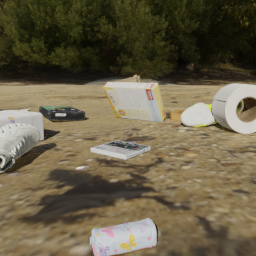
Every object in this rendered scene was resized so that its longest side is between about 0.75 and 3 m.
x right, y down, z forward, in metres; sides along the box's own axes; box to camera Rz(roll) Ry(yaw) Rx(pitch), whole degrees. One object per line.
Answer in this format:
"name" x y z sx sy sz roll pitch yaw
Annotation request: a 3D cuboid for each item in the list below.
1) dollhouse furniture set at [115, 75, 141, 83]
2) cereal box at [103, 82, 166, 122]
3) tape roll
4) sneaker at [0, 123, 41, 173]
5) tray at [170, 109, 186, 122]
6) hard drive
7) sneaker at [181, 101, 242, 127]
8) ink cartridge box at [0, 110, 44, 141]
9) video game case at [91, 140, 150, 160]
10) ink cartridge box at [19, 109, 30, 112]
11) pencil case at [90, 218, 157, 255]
"dollhouse furniture set" -0.014 -1.968 15.111 1.468 1.714 1.802 -12 21 11
"cereal box" 0.308 -1.177 12.514 2.549 1.834 0.504 7 46 30
"tape roll" 4.177 -0.752 10.397 1.765 1.765 1.212 -1 11 -5
"sneaker" -2.851 0.553 6.385 1.026 0.952 2.532 17 21 22
"tray" 3.291 -0.656 13.299 2.454 0.454 1.211 -10 15 -38
"hard drive" -3.174 -0.720 13.303 1.617 0.438 2.315 -1 12 -30
"sneaker" 3.428 -0.473 11.801 2.659 1.007 1.397 -14 -20 -6
"ink cartridge box" -3.903 0.038 8.475 1.572 0.947 2.164 8 15 33
"video game case" -0.201 0.589 7.772 1.248 0.146 1.135 7 14 37
"ink cartridge box" -5.109 -0.797 14.386 0.768 0.291 0.568 -2 11 -5
"pencil case" -0.048 1.341 3.455 0.812 0.337 0.368 -5 10 -20
